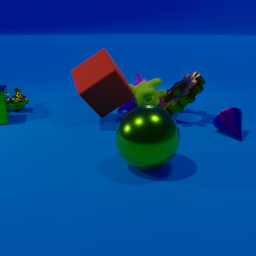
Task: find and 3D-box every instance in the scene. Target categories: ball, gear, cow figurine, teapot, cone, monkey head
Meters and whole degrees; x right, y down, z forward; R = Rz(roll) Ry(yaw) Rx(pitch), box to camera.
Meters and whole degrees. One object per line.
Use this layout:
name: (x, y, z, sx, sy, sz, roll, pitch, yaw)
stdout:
ball: (0.420, 0.210, 6.038, 1.394, 1.394, 1.394, 0, 20, 0)
gear: (1.666, -1.062, 9.233, 1.879, 0.347, 1.879, -40, 15, 13)
cow figurine: (0.529, -1.134, 9.581, 1.527, 0.852, 1.552, -15, 24, 37)
teapot: (0.527, -1.511, 10.868, 1.031, 1.659, 0.812, -27, 65, -4)
cone: (2.974, 0.041, 7.842, 0.876, 0.876, 0.879, -4, 47, -12)
monkey head: (-4.049, -1.041, 10.173, 1.101, 0.792, 0.664, -13, 13, 25)
monkey head: (0.052, -0.743, 9.948, 0.660, 0.787, 1.095, 35, 3, -18)

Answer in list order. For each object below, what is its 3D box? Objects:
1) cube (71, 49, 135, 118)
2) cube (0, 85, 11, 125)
cube: (-0.777, -1.365, 8.639, 1.276, 1.276, 1.276, -32, 47, 8)
cube: (-4.438, -0.733, 8.995, 1.064, 1.064, 1.064, -6, 21, -15)
